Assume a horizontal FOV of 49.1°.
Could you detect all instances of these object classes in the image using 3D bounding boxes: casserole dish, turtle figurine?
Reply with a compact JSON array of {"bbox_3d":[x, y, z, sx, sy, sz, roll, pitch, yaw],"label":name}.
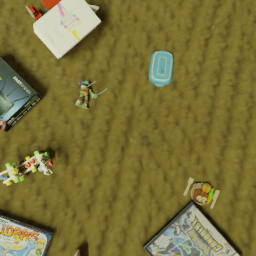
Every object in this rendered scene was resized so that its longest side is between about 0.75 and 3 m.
[{"bbox_3d":[1.266,-2.285,10.520,0.886,0.284,1.463,7,81,1],"label":"casserole dish"},{"bbox_3d":[-1.425,-1.210,10.096,1.039,0.748,1.008,16,84,6],"label":"turtle figurine"}]

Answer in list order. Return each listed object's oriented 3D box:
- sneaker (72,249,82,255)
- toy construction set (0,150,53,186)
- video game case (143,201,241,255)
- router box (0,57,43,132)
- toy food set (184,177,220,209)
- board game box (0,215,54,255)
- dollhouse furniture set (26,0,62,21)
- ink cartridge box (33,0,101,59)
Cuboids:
[{"bbox_3d":[-1.589,4.833,9.134,0.758,0.630,1.681,12,86,-7],"label":"sneaker"},{"bbox_3d":[-3.284,1.269,9.337,1.893,1.241,0.872,-16,89,13],"label":"toy construction set"},{"bbox_3d":[2.171,4.176,9.344,2.278,0.321,2.521,-41,82,-6],"label":"video game case"},{"bbox_3d":[-4.622,-1.331,10.101,2.426,0.754,1.818,43,83,7],"label":"router box"},{"bbox_3d":[2.571,2.263,9.730,1.151,0.231,0.795,24,81,4],"label":"toy food set"},{"bbox_3d":[-3.820,3.916,9.355,2.228,0.384,1.508,17,80,3],"label":"board game box"},{"bbox_3d":[-3.086,-4.717,10.700,1.458,0.759,1.474,-41,82,-7],"label":"dollhouse furniture set"},{"bbox_3d":[-2.091,-3.713,10.000,2.149,1.382,1.346,-44,109,-8],"label":"ink cartridge box"}]
